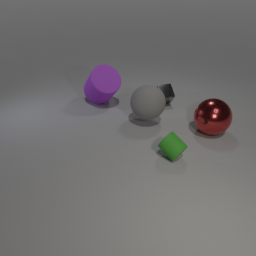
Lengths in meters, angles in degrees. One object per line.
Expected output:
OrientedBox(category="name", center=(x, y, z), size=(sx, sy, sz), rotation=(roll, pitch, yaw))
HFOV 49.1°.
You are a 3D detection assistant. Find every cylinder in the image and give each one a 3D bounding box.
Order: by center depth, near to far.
OrientedBox(category="cylinder", center=(1.468, 0.596, 9.189), size=(0.700, 0.700, 0.700), rotation=(46, 46, 14))
OrientedBox(category="cylinder", center=(-1.187, -1.956, 12.767), size=(1.400, 1.400, 1.400), rotation=(-15, -9, -25))

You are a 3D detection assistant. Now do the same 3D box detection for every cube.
OrientedBox(category="cube", center=(1.652, -1.545, 12.925), size=(0.700, 0.700, 0.700), rotation=(-10, 70, -16))

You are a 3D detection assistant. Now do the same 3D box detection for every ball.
OrientedBox(category="ball", center=(3.189, -0.417, 10.545), size=(1.400, 1.400, 1.400), rotation=(0, 29, 0))
OrientedBox(category="ball", center=(0.790, -1.019, 11.130), size=(1.400, 1.400, 1.400), rotation=(0, 29, 0))
